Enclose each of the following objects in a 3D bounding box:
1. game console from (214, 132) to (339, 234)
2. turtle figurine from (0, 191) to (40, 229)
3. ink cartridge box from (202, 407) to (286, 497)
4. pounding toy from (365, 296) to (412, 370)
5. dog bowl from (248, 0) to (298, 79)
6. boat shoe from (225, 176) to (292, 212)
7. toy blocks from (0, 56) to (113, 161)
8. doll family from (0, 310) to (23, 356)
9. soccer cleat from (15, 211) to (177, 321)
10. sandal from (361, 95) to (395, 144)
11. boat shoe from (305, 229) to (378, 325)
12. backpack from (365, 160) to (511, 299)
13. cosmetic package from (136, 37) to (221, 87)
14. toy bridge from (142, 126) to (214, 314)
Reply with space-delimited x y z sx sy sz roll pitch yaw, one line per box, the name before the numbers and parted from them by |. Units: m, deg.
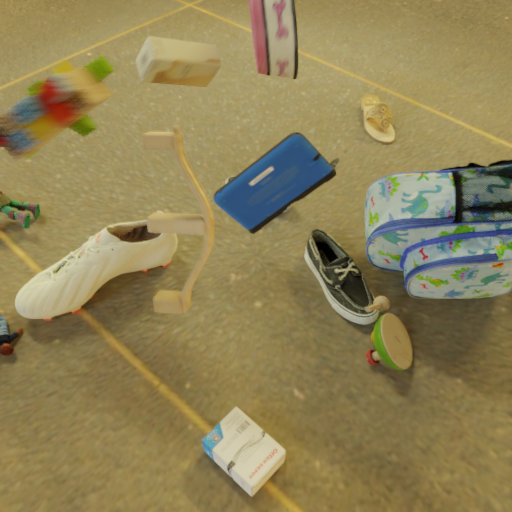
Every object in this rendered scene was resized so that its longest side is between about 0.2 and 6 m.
game console | 0.290 -1.012 7.313 1.401 1.196 0.829 -35 38 21
turtle figurine | -5.546 -1.014 12.072 1.517 0.764 1.136 11 49 2
ink cartridge box | -0.189 3.021 8.666 1.074 0.452 0.777 35 57 27
pounding toy | 2.183 1.446 9.914 0.999 0.601 1.295 -20 84 -55
dog bowl | 0.286 -4.326 10.403 0.762 2.067 2.067 -7 49 1
boat shoe | 0.051 -1.529 12.590 1.673 0.567 0.600 26 54 21
toy blocks | -3.327 -2.154 8.709 2.264 1.131 1.547 -29 18 19
doll family | -5.051 1.483 9.916 1.679 0.659 0.970 -23 48 -23
soccer cleat | -3.063 0.093 10.700 3.278 1.272 1.136 -26 54 -20
sandal | 3.135 -3.745 14.492 0.712 0.638 1.941 -4 49 -4
boat shoe | 1.607 0.364 10.834 0.781 0.703 2.209 -22 52 -18
backpack | 3.469 -0.396 10.237 2.925 2.676 2.149 0 69 11
cosmetic package | -1.419 -3.535 10.284 1.370 0.721 0.487 -6 74 -32
toy bridge | -1.091 -0.479 8.110 0.925 2.752 0.375 4 18 11
